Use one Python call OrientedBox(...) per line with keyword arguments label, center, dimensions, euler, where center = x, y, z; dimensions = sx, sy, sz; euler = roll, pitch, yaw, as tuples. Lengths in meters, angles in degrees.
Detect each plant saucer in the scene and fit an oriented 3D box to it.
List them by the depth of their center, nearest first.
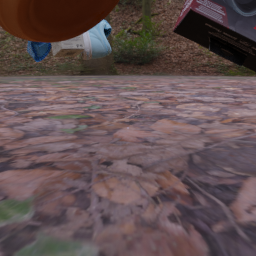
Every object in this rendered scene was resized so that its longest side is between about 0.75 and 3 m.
OrientedBox(label="plant saucer", center=(-1.040, -2.446, 4.994), dimensions=(2.783, 0.521, 2.783), euler=(-31, -9, -6))

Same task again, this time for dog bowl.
OrientedBox(label="dog bowl", center=(-2.787, -2.823, 8.885), dimensions=(0.384, 1.549, 0.863), euler=(35, 48, 4))

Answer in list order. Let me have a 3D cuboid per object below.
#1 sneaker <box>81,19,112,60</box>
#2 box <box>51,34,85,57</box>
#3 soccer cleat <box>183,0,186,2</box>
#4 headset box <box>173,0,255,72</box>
OrientedBox(label="sneaker", center=(-1.036, -3.028, 8.381), dimensions=(0.997, 2.433, 0.899), euler=(-5, -23, -16))
OrientedBox(label="box", center=(-1.727, -2.960, 7.440), dimensions=(0.683, 1.999, 0.821), euler=(-10, 4, -31))
OrientedBox(label="soccer cleat", center=(1.018, -3.077, 6.168), dimensions=(0.557, 1.291, 0.451), euler=(-45, 4, -8))
OrientedBox(label="headset box", center=(2.232, -2.468, 5.168), dimensions=(2.017, 2.710, 1.047), euler=(24, -6, -6))
